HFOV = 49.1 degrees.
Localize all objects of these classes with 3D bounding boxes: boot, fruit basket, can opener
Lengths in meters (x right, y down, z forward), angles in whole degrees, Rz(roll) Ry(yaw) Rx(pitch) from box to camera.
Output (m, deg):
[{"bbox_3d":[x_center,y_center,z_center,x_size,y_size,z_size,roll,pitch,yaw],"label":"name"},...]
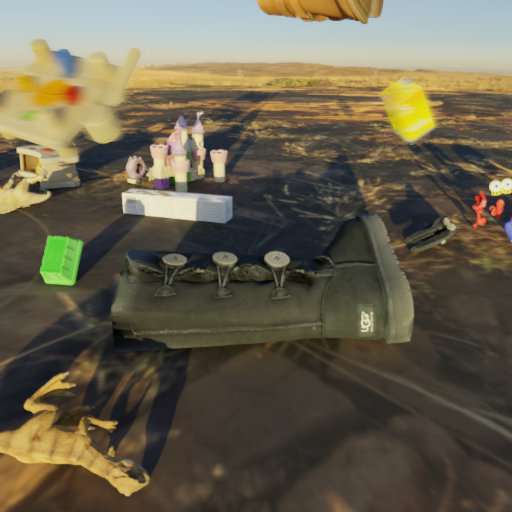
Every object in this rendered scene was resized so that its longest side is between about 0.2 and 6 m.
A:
[{"bbox_3d":[0.934,-4.300,9.046,1.974,0.975,2.543,9,24,17],"label":"boot"},{"bbox_3d":[0.031,0.268,7.902,3.642,1.195,3.002,-4,19,2],"label":"boot"},{"bbox_3d":[-3.100,0.098,8.977,0.593,0.822,0.822,3,21,9],"label":"fruit basket"},{"bbox_3d":[3.272,-0.356,10.487,1.494,0.587,0.473,-26,72,-43],"label":"can opener"}]

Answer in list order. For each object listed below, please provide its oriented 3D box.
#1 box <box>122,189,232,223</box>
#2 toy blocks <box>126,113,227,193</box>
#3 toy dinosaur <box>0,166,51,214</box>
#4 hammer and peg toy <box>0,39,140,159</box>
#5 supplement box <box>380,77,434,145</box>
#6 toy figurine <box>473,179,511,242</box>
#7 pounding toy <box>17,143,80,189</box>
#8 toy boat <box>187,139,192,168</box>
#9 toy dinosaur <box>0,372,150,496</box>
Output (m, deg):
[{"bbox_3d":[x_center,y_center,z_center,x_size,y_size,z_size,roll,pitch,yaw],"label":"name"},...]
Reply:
[{"bbox_3d":[-1.735,-1.105,12.218,2.453,0.508,0.475,6,22,17],"label":"box"},{"bbox_3d":[-2.136,-2.830,14.910,2.124,1.788,1.985,15,26,34],"label":"toy blocks"},{"bbox_3d":[-5.353,-1.363,12.864,2.888,0.840,1.460,1,35,24],"label":"toy dinosaur"},{"bbox_3d":[-3.226,-2.742,9.864,2.889,1.019,2.125,19,62,23],"label":"hammer and peg toy"},{"bbox_3d":[2.556,-2.443,9.457,0.505,0.923,0.502,-35,42,4],"label":"supplement box"},{"bbox_3d":[5.477,-0.485,10.458,2.499,1.318,1.497,-1,49,4],"label":"toy figurine"},{"bbox_3d":[-5.673,-2.847,15.239,1.571,1.576,2.748,-3,21,-20],"label":"pounding toy"},{"bbox_3d":[-2.039,-3.059,17.133,0.888,0.886,1.358,22,6,-35],"label":"toy boat"},{"bbox_3d":[-1.969,1.605,4.934,2.133,0.644,1.133,2,22,6],"label":"toy dinosaur"}]
